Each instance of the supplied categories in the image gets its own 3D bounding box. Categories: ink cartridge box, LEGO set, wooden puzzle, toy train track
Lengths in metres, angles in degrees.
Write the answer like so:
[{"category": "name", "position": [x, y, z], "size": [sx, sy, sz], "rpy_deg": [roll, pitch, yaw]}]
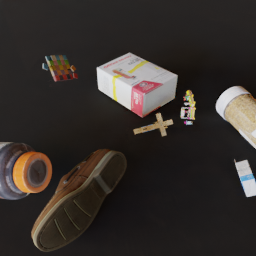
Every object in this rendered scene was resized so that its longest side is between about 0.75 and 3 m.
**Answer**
[{"category": "ink cartridge box", "position": [2.533, 1.019, 6.000], "size": [0.267, 0.457, 0.787], "rpy_deg": [-19, 26, 18]}, {"category": "ink cartridge box", "position": [0.250, -1.468, 9.045], "size": [1.566, 0.900, 2.158], "rpy_deg": [-32, 50, -31]}, {"category": "LEGO set", "position": [1.635, -0.596, 7.815], "size": [0.374, 0.463, 1.006], "rpy_deg": [0, 84, -3]}, {"category": "wooden puzzle", "position": [-2.253, -2.012, 9.374], "size": [0.103, 0.867, 1.461], "rpy_deg": [-18, 4, 34]}, {"category": "toy train track", "position": [0.697, -0.033, 7.741], "size": [1.089, 0.625, 0.177], "rpy_deg": [-15, 0, 8]}]

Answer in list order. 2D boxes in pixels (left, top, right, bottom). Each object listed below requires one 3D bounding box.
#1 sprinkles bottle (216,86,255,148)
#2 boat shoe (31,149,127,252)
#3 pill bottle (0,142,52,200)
[{"category": "sprinkles bottle", "position": [3.528, 0.054, 7.275], "size": [0.991, 0.991, 2.905], "rpy_deg": [-15, 44, -16]}, {"category": "boat shoe", "position": [-1.068, 1.419, 5.938], "size": [0.860, 0.910, 2.530], "rpy_deg": [9, 40, 41]}, {"category": "pill bottle", "position": [-2.630, 0.865, 5.793], "size": [2.156, 1.145, 1.145], "rpy_deg": [-1, 38, 27]}]
